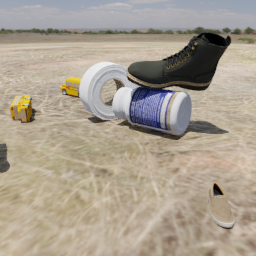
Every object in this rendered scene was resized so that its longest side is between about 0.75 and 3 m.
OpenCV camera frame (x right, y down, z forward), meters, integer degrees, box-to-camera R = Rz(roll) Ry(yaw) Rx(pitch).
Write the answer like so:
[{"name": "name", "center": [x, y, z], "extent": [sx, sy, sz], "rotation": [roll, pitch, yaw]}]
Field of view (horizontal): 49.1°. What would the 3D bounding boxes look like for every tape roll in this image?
[{"name": "tape roll", "center": [-0.652, -1.239, 9.489], "extent": [1.916, 1.916, 0.670], "rotation": [-13, 25, -30]}]

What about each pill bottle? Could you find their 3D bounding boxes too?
[{"name": "pill bottle", "center": [0.715, -0.606, 8.666], "extent": [2.234, 1.293, 1.293], "rotation": [13, 24, 31]}]

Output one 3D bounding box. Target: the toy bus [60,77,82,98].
[{"name": "toy bus", "center": [-2.202, -1.812, 12.569], "extent": [1.942, 0.760, 0.632], "rotation": [15, 25, 34]}]

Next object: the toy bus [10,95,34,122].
[{"name": "toy bus", "center": [-3.748, -0.705, 9.949], "extent": [0.670, 0.557, 1.712], "rotation": [-5, 21, -13]}]

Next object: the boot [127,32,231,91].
[{"name": "boot", "center": [1.310, -1.945, 7.668], "extent": [2.553, 1.766, 0.989], "rotation": [-1, 59, -10]}]

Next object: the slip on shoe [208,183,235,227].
[{"name": "slip on shoe", "center": [1.632, 1.335, 4.955], "extent": [0.375, 0.299, 0.987], "rotation": [3, 21, 7]}]
